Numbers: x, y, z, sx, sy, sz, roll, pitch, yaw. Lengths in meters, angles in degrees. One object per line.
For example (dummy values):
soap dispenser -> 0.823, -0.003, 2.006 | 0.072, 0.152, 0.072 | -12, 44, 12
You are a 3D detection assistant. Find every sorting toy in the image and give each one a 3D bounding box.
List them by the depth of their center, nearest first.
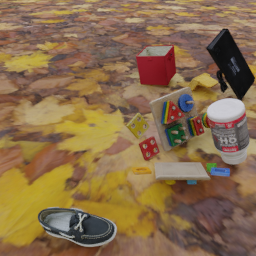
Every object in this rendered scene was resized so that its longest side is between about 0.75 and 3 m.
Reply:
sorting toy -> 1.127, 1.004, 6.137 | 2.086, 0.284, 1.175 | 0, 7, 4
sorting toy -> 1.299, -0.218, 7.194 | 2.780, 1.340, 0.470 | -24, 12, -26

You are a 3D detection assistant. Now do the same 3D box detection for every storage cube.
storage cube -> 1.109, -2.390, 10.645 | 1.306, 1.174, 1.116 | 7, 38, 26

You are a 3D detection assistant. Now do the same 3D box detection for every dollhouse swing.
dollhouse swing -> 2.757, -1.565, 10.295 | 0.790, 0.718, 0.694 | -29, 69, -37

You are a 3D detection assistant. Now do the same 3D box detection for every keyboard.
keyboard -> 3.312, -1.913, 9.198 | 1.405, 2.341, 0.300 | -52, 29, -14

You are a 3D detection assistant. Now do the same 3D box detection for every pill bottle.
pill bottle -> 2.303, 0.116, 6.331 | 0.785, 1.418, 0.785 | -17, 31, 11

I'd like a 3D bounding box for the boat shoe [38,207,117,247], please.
boat shoe -> -0.929, 1.697, 4.893 | 1.468, 0.443, 0.555 | -4, 45, 19
